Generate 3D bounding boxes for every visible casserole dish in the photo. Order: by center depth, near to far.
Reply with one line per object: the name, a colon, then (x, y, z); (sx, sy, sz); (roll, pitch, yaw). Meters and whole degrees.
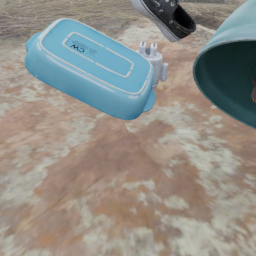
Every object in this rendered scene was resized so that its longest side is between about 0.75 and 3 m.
casserole dish: (-0.517, -1.042, 4.544); (2.316, 0.449, 1.403); (27, 50, -4)

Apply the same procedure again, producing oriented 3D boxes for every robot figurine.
robot figurine: (0.340, -1.151, 5.596); (0.908, 1.071, 0.605); (8, 34, 5)

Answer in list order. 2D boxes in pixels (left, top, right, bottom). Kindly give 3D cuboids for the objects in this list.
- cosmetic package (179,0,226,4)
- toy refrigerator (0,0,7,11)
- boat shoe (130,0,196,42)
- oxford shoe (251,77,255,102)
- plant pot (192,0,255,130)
cosmetic package: (2.313, -4.621, 8.456); (1.499, 1.254, 1.247); (8, 3, 12)
toy refrigerator: (-4.109, -3.722, 6.742); (0.916, 2.619, 0.994); (25, 80, 8)
boat shoe: (1.052, -3.446, 7.884); (0.986, 2.976, 1.041); (-10, 64, 35)
oxford shoe: (2.467, -0.488, 4.917); (0.460, 0.470, 1.289); (34, 46, -24)
plant pot: (2.901, -1.258, 4.690); (2.999, 2.999, 2.009); (25, 79, 28)
